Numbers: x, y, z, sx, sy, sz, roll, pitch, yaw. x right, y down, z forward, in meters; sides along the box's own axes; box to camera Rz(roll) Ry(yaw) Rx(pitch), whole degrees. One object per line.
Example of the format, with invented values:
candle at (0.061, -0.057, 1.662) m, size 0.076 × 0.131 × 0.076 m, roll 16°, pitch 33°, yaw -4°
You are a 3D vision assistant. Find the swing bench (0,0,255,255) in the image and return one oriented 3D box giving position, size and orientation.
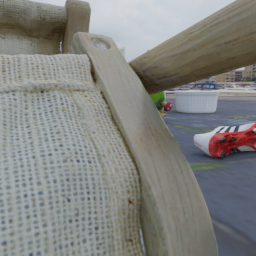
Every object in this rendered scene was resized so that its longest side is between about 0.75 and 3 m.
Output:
swing bench at (-1.063, 0.116, 0.962) m, size 2.684 × 1.751 × 2.698 m, roll -3°, pitch 16°, yaw -26°

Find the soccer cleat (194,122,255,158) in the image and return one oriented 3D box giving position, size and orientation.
soccer cleat at (2.129, 0.189, 5.514) m, size 1.807 × 0.620 × 0.770 m, roll -9°, pitch 16°, yaw -27°

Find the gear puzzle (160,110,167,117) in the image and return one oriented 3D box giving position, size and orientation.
gear puzzle at (1.130, -0.678, 12.480) m, size 1.108 × 0.280 × 2.140 m, roll 4°, pitch 9°, yaw 28°

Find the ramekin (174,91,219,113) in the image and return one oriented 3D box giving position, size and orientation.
ramekin at (3.489, -1.366, 14.392) m, size 2.240 × 1.092 × 2.240 m, roll 1°, pitch 8°, yaw 0°

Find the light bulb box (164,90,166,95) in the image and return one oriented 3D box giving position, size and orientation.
light bulb box at (-0.013, -1.980, 13.753) m, size 2.720 × 1.697 × 2.696 m, roll -5°, pitch 9°, yaw -36°

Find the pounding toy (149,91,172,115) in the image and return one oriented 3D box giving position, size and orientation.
pounding toy at (1.002, -0.756, 10.421) m, size 0.840 × 1.398 × 1.811 m, roll 37°, pitch 19°, yaw 25°
